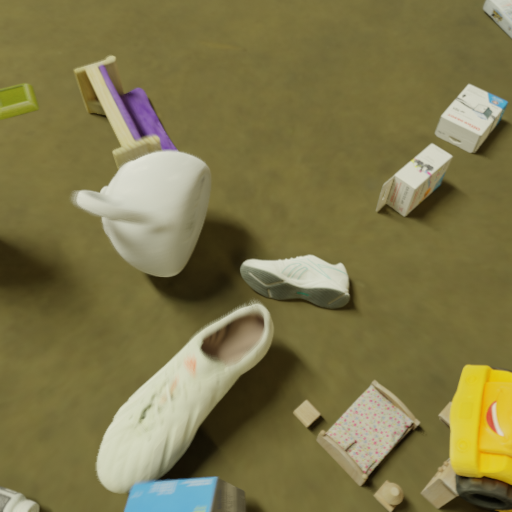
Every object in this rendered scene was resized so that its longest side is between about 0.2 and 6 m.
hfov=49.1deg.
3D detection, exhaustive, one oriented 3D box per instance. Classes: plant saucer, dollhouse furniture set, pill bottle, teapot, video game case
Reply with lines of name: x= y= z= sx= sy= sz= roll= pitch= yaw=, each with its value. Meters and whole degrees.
plant saucer: x=-4.568 y=-2.959 z=10.566 sx=0.759 sy=0.182 sz=0.758 roll=-20 pitch=59 yaw=-12
dollhouse furniture set: x=1.758 y=1.964 z=6.850 sx=1.690 sy=0.968 sz=1.982 roll=-38 pitch=65 yaw=-23
pill bottle: x=-2.977 y=2.947 z=6.515 sx=0.776 sy=0.439 sz=0.439 roll=14 pitch=58 yaw=11
teapot: x=-1.568 y=-0.683 z=7.994 sx=1.425 sy=1.950 sz=1.925 roll=18 pitch=54 yaw=4
video game case: x=5.841 y=-5.138 z=11.909 sx=1.464 sy=0.333 sz=1.327 roll=-18 pitch=58 yaw=-12

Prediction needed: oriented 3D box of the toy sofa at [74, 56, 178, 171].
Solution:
toy sofa: x=-2.177 y=-2.359 z=9.692 sx=1.161 sy=0.985 sz=2.379 roll=-23 pitch=59 yaw=-13

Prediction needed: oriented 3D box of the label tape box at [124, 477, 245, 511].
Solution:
label tape box: x=-0.789 y=2.657 z=6.005 sx=0.988 sy=1.370 sz=0.434 roll=-10 pitch=57 yaw=14

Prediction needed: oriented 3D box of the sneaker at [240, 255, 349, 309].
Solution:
sneaker: x=0.578 y=0.298 z=8.251 sx=1.625 sy=0.572 sz=0.651 roll=13 pitch=50 yaw=1

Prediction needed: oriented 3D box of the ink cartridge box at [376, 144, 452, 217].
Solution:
ink cartridge box: x=2.539 y=-1.151 z=9.044 sx=1.259 sy=0.725 sz=0.427 roll=-39 pitch=65 yaw=-22

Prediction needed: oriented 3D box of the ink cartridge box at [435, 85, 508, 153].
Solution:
ink cartridge box: x=3.866 y=-2.471 z=10.075 sx=0.803 sy=0.471 sz=1.096 roll=33 pitch=61 yaw=20

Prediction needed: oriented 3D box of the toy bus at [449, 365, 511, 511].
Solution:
toy bus: x=3.272 y=2.084 z=5.701 sx=2.033 sy=2.118 sz=1.437 roll=-14 pitch=42 yaw=46

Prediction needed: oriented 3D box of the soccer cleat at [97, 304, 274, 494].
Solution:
soccer cleat: x=-0.843 y=1.598 z=6.772 sx=0.966 sy=1.082 sz=2.789 roll=40 pitch=66 yaw=15
